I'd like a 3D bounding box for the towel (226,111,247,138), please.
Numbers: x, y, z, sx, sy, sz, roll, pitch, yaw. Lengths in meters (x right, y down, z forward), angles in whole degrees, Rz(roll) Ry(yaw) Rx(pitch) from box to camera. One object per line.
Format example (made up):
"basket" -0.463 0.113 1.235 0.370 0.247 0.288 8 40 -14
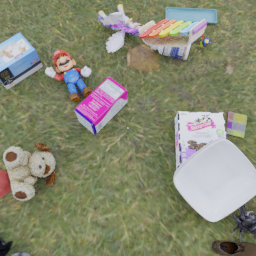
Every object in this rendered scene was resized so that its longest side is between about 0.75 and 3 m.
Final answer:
"towel" 4.559 -0.151 11.763 0.792 0.125 1.102 13 68 5

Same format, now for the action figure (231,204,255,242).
"action figure" 4.611 2.864 9.895 1.471 1.263 2.475 40 106 -4

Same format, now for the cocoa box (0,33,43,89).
"cocoa box" -5.027 -2.937 12.307 1.946 1.277 1.298 -38 72 -15

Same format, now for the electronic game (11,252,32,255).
"electronic game" -3.711 4.903 9.537 1.239 0.258 1.239 1 66 -1

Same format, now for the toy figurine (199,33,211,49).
"toy figurine" 3.701 -4.100 13.299 0.472 0.416 0.789 17 69 1

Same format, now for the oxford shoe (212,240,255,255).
"oxford shoe" 3.832 4.199 9.603 1.693 0.714 0.615 3 65 0

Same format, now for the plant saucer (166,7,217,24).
"plant saucer" 3.144 -5.588 14.014 2.543 0.241 0.889 3 67 0

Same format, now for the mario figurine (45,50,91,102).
"mario figurine" -2.566 -2.382 12.045 1.477 1.269 2.393 -19 73 -45

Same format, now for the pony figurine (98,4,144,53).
"pony figurine" -0.441 -4.823 13.062 2.162 1.865 2.240 -27 54 -21

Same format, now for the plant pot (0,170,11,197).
"plant pot" -4.974 1.983 10.407 1.079 0.955 1.079 0 66 0

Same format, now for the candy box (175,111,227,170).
"candy box" 2.870 0.513 11.098 1.895 0.808 2.259 1 67 0

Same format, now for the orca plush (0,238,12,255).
"orca plush" -5.402 3.907 9.613 2.523 0.897 1.327 25 69 10

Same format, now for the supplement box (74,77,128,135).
"supplement box" -1.057 -0.919 11.573 1.076 1.054 2.082 39 72 17

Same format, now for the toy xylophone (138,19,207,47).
"toy xylophone" 1.592 -3.337 9.564 2.391 0.601 1.751 11 45 37

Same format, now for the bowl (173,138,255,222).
"bowl" 3.052 1.740 9.909 2.497 0.933 2.500 -41 101 9

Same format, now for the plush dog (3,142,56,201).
"plush dog" -3.598 1.494 10.566 1.727 1.614 2.011 -15 96 -21

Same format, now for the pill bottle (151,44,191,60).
"pill bottle" 1.968 -3.775 12.840 1.718 0.954 0.954 15 68 6
